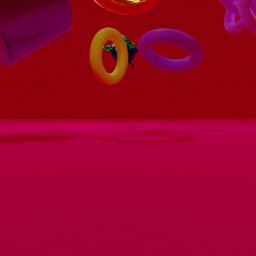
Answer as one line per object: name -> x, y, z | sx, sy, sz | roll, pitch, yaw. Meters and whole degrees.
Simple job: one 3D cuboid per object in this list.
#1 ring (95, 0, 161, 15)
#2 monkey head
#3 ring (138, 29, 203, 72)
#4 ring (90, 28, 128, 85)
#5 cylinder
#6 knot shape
ring -> -0.041, -2.717, 5.410 | 1.504, 0.301, 1.504 | 5, -13, 1
monkey head -> -0.252, -3.541, 12.687 | 1.822, 1.098, 1.311 | 23, 32, -34
ring -> 1.164, -2.115, 7.808 | 1.810, 0.362, 1.810 | 14, -14, 4
ring -> -0.663, -2.632, 10.392 | 0.411, 2.055, 2.055 | 9, 7, 33
cylinder -> -1.922, -1.984, 4.845 | 1.367, 1.367, 1.367 | -42, 26, -29
knot shape -> 2.922, -2.870, 6.881 | 0.784, 1.587, 1.696 | -34, -18, 4
